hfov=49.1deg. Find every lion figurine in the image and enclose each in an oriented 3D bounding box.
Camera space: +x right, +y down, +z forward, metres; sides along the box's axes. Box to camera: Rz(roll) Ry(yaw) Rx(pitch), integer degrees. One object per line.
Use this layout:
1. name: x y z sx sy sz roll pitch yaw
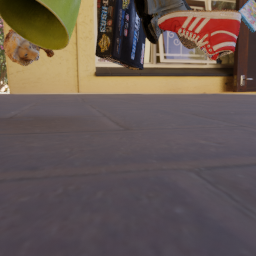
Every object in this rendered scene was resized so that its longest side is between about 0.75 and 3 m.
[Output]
1. lion figurine: -2.703 -3.010 7.946 1.034 2.854 1.748 -1 -10 13

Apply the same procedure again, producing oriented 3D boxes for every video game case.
1. video game case: 3.992 -3.639 9.002 1.138 0.815 0.101 -46 8 -31

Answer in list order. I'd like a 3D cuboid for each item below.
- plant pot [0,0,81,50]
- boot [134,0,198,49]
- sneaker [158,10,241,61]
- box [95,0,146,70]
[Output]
1. plant pot: -1.540 -2.707 5.600 1.526 1.631 1.526 19 -20 7
2. boot: 1.239 -3.320 8.956 1.014 2.996 1.957 18 64 43
3. sneaker: 1.881 -2.516 7.759 2.243 1.261 0.799 6 4 20
4. box: -0.085 -3.522 9.645 0.663 2.670 2.650 8 4 26
